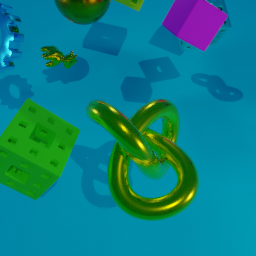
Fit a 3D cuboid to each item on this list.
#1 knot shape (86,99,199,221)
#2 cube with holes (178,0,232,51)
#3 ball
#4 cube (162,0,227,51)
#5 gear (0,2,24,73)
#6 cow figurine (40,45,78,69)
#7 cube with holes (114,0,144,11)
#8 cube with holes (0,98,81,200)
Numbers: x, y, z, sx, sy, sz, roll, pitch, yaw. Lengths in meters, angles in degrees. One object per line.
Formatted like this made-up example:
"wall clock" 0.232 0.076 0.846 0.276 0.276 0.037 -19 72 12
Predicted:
"knot shape" 0.153 0.214 4.256 1.898 0.937 2.029 38 38 -19
"cube with holes" 1.873 -2.759 7.264 1.007 1.007 1.007 -12 84 -6
"ball" -1.033 -3.033 6.347 1.309 1.309 1.309 0 54 0
"cube" 1.323 -2.185 5.681 0.793 0.793 0.793 16 29 -29
"gear" -2.922 -1.989 6.175 1.495 1.495 0.277 32 23 21
"cow figurine" -2.069 -2.172 8.495 0.961 0.536 0.977 -19 56 -18
"cube with holes" 0.052 -4.401 7.666 1.363 1.363 1.363 22 55 -4
"cube with holes" -1.476 0.346 4.304 0.938 0.938 0.938 33 42 -17
